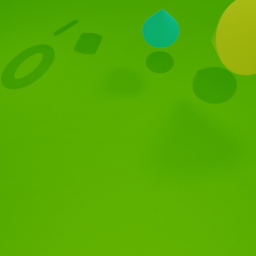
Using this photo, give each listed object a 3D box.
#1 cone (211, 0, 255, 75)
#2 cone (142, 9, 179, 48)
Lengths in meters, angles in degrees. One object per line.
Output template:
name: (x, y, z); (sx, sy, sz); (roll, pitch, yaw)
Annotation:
cone: (2.262, -2.009, 6.287); (1.524, 1.524, 1.529); (-15, 18, -10)
cone: (0.821, -2.620, 6.841); (0.960, 0.963, 0.960); (-1, 80, 4)
